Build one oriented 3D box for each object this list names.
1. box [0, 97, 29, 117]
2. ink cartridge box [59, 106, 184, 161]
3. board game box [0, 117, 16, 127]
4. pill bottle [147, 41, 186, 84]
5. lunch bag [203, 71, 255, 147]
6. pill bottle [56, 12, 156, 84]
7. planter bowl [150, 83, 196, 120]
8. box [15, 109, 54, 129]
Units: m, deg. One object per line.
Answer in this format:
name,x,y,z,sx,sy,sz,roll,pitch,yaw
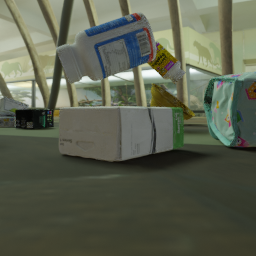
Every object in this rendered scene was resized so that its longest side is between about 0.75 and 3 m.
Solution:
box,-4.789,-0.639,10.834,1.757,0.528,1.025,-11,-21,36
ink cartridge box,-0.041,0.014,3.230,0.907,0.523,1.241,2,4,38
board game box,-4.636,-0.223,9.952,1.965,0.336,1.321,0,3,6
pill bottle,1.702,-2.994,13.055,2.032,1.059,1.059,43,4,0
lunch bag,2.038,-0.309,4.228,1.536,1.099,1.803,-1,8,3
pill bottle,-0.713,-2.484,9.017,2.922,1.640,1.640,-20,5,-6
planter bowl,1.728,-0.879,12.344,2.382,0.992,2.382,33,17,-12
box,-2.852,-0.284,8.615,0.711,0.595,0.957,1,4,23
